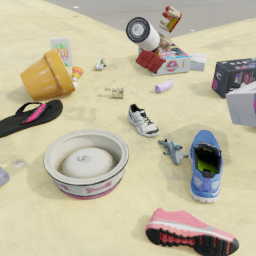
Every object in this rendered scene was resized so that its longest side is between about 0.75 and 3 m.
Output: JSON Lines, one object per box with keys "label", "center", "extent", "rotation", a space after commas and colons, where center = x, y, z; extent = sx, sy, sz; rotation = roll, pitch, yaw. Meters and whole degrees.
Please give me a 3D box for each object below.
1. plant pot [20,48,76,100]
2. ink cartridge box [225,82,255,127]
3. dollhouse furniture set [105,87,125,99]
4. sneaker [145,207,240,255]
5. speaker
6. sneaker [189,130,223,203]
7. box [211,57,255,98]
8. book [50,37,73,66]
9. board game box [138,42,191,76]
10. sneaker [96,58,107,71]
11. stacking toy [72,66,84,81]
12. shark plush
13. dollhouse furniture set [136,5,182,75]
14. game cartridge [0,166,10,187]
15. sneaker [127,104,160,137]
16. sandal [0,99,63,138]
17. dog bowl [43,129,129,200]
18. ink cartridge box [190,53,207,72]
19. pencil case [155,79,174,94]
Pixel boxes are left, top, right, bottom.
{"label": "plant pot", "center": [-3.407, -2.062, 11.685], "extent": [1.761, 1.924, 1.924], "rotation": [-27, 41, -10]}
{"label": "ink cartridge box", "center": [4.112, -0.762, 7.428], "extent": [1.774, 1.039, 2.454], "rotation": [-22, 10, -14]}
{"label": "dollhouse furniture set", "center": [-0.570, -1.521, 12.126], "extent": [0.798, 0.444, 0.706], "rotation": [1, 11, 3]}
{"label": "sneaker", "center": [1.463, 2.251, 6.373], "extent": [2.051, 0.756, 0.890], "rotation": [9, 35, 13]}
{"label": "speaker", "center": [0.272, -1.553, 4.717], "extent": [0.402, 0.402, 0.990], "rotation": [10, 10, 14]}
{"label": "sneaker", "center": [2.323, 0.806, 8.041], "extent": [1.044, 1.185, 2.657], "rotation": [6, 35, 8]}
{"label": "box", "center": [4.913, -2.197, 12.144], "extent": [2.136, 1.306, 1.133], "rotation": [-8, 35, -13]}
{"label": "book", "center": [-3.404, -3.893, 14.406], "extent": [0.979, 1.465, 0.352], "rotation": [-6, 36, -7]}
{"label": "board game box", "center": [1.829, -3.721, 14.708], "extent": [1.990, 0.867, 2.698], "rotation": [-9, 37, -11]}
{"label": "sneaker", "center": [-1.317, -3.261, 14.514], "extent": [0.494, 0.428, 1.114], "rotation": [14, 44, 3]}
{"label": "stacking toy", "center": [-2.489, -2.527, 13.446], "extent": [0.587, 0.587, 0.804], "rotation": [6, 55, 8]}
{"label": "shark plush", "center": [1.330, 0.662, 8.935], "extent": [0.521, 0.569, 1.252], "rotation": [-44, 52, -5]}
{"label": "dollhouse furniture set", "center": [1.040, -2.654, 8.241], "extent": [0.779, 1.915, 1.031], "rotation": [27, 46, -14]}
{"label": "game cartridge", "center": [-4.836, 1.310, 7.990], "extent": [2.619, 0.503, 1.698], "rotation": [23, 37, 29]}
{"label": "sneaker", "center": [0.504, -0.298, 10.000], "extent": [0.622, 0.721, 1.645], "rotation": [-23, 43, -31]}
{"label": "sandal", "center": [-3.660, -0.504, 10.331], "extent": [2.900, 0.654, 1.089], "rotation": [-28, 44, -33]}
{"label": "dog bowl", "center": [-1.138, 1.032, 7.996], "extent": [2.355, 0.868, 2.355], "rotation": [0, 36, 0]}
{"label": "ink cartridge box", "center": [3.607, -3.452, 14.611], "extent": [0.875, 0.507, 1.208], "rotation": [10, 37, 14]}
{"label": "pencil case", "center": [1.612, -1.857, 12.439], "extent": [0.957, 0.409, 0.401], "rotation": [-31, 18, -35]}
